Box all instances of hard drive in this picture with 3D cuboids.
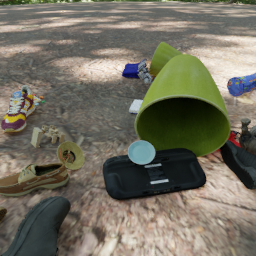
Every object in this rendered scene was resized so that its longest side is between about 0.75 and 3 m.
[{"bbox_3d":[0.946,-0.869,12.162,1.575,0.200,1.039,7,32,12],"label":"hard drive"}]

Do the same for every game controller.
[{"bbox_3d":[0.770,1.313,8.300,2.983,0.628,1.556,-7,46,-10],"label":"game controller"}]

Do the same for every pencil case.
[{"bbox_3d":[6.018,-2.246,13.692,2.431,0.949,1.056,-18,7,-25],"label":"pencil case"}]

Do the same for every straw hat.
[{"bbox_3d":[-1.924,0.937,8.871,0.439,1.037,1.037,-33,13,34],"label":"straw hat"}]

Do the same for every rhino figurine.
[{"bbox_3d":[4.825,0.072,9.450,2.923,1.278,0.874,-15,29,-30],"label":"rhino figurine"}]

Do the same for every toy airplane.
[{"bbox_3d":[3.214,0.429,9.803,2.135,0.393,2.135,1,32,-1],"label":"toy airplane"}]

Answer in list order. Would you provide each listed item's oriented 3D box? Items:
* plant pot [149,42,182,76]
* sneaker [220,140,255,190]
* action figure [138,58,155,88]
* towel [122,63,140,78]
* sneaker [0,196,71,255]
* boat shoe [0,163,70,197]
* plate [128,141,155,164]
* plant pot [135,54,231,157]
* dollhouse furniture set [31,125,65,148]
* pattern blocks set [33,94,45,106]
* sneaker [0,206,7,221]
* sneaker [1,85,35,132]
[{"bbox_3d":[2.436,-3.408,15.169,1.993,1.864,1.864,26,37,12],"label":"plant pot"},{"bbox_3d":[3.821,1.138,8.377,1.233,0.710,2.364,-7,36,-11],"label":"sneaker"},{"bbox_3d":[0.910,-2.751,14.189,0.701,1.315,2.021,-26,35,11],"label":"action figure"},{"bbox_3d":[0.373,-3.314,16.115,1.281,0.430,1.735,-2,30,10],"label":"towel"},{"bbox_3d":[-1.870,2.641,5.708,1.288,1.078,2.838,20,42,13],"label":"sneaker"},{"bbox_3d":[-2.693,1.348,7.920,2.001,0.739,0.757,-9,32,-14],"label":"boat shoe"},{"bbox_3d":[0.387,0.712,8.040,0.788,0.101,0.788,1,54,-1],"label":"plate"},{"bbox_3d":[1.782,-1.013,9.139,2.758,2.758,2.948,5,49,8],"label":"plant pot"},{"bbox_3d":[-2.897,0.334,10.009,0.940,0.612,0.863,0,24,-45],"label":"dollhouse furniture set"},{"bbox_3d":[-4.361,-1.309,12.970,1.067,0.086,0.938,18,35,22],"label":"pattern blocks set"},{"bbox_3d":[-3.589,2.259,6.695,0.563,0.421,1.254,21,40,23],"label":"sneaker"},{"bbox_3d":[-4.429,-0.808,11.140,0.946,1.137,2.525,-1,31,-2],"label":"sneaker"}]
